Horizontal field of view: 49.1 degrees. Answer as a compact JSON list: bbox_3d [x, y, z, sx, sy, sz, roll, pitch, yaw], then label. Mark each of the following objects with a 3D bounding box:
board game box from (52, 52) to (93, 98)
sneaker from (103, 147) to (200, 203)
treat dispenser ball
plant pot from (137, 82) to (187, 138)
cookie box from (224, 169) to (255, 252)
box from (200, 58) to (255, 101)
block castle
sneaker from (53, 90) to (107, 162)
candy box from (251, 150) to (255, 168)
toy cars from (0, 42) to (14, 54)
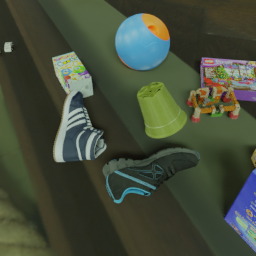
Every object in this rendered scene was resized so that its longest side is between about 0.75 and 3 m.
[{"bbox_3d":[-2.024,-1.896,10.228,0.867,0.882,1.682,-21,52,-18],"label":"board game box"},{"bbox_3d":[0.700,1.272,7.536,2.648,0.969,1.084,-13,61,-2],"label":"sneaker"},{"bbox_3d":[0.553,-3.238,10.650,2.072,2.072,2.072,0,49,0],"label":"treat dispenser ball"},{"bbox_3d":[0.885,-0.618,8.208,1.344,1.276,1.344,-21,31,14],"label":"plant pot"},{"bbox_3d":[3.284,1.979,5.900,0.846,2.250,1.925,-28,54,-22],"label":"cookie box"},{"bbox_3d":[4.039,-1.813,10.390,2.605,0.509,1.783,5,49,5],"label":"box"},{"bbox_3d":[2.816,-0.740,9.338,1.563,0.733,1.044,-6,54,-1],"label":"block castle"},{"bbox_3d":[-1.308,-0.096,8.605,1.399,0.904,2.579,1,55,7],"label":"sneaker"},{"bbox_3d":[4.210,1.362,7.627,1.027,0.497,1.760,-4,47,-2],"label":"candy box"},{"bbox_3d":[-5.356,-3.347,11.897,0.590,0.291,1.317,25,53,20],"label":"toy cars"}]
